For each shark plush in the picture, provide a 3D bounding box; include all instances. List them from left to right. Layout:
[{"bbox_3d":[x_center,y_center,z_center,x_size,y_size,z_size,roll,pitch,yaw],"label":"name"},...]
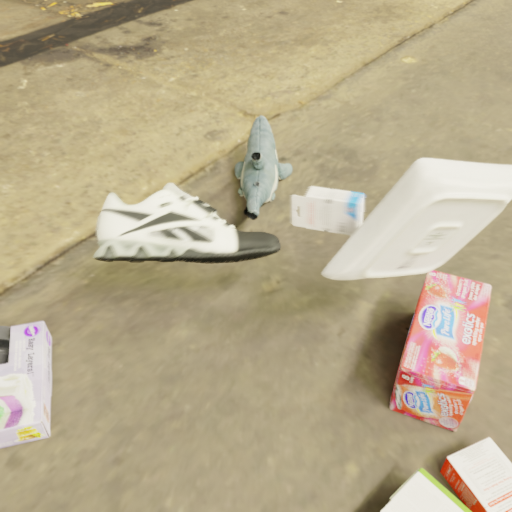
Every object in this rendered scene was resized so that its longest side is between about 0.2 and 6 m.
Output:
[{"bbox_3d":[-0.108,-1.880,12.575,1.392,1.276,3.063,12,44,12],"label":"shark plush"}]

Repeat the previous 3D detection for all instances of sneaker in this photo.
[{"bbox_3d":[-1.083,-0.542,9.153,3.025,1.121,1.339,3,83,-5],"label":"sneaker"}]

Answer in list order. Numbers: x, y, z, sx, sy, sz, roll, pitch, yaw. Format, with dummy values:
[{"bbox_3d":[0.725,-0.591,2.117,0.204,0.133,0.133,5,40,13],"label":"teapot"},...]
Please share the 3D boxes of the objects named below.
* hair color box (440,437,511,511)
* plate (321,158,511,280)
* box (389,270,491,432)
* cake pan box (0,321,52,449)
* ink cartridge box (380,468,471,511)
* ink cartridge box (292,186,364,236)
[{"bbox_3d":[3.277,3.275,7.557,0.787,0.454,1.420,-16,43,-18],"label":"hair color box"},{"bbox_3d":[2.343,-0.347,7.631,2.301,2.306,0.373,-4,55,-35],"label":"plate"},{"bbox_3d":[2.991,1.448,9.033,1.096,1.144,2.295,16,45,17],"label":"box"},{"bbox_3d":[-4.281,2.060,8.822,1.972,0.560,2.141,-8,43,-11],"label":"cake pan box"},{"bbox_3d":[2.050,3.589,7.167,1.362,0.516,1.007,-31,51,-28],"label":"ink cartridge box"},{"bbox_3d":[1.121,-0.723,8.810,1.068,0.619,0.356,11,40,18],"label":"ink cartridge box"}]
